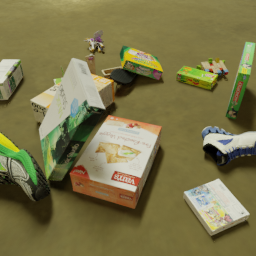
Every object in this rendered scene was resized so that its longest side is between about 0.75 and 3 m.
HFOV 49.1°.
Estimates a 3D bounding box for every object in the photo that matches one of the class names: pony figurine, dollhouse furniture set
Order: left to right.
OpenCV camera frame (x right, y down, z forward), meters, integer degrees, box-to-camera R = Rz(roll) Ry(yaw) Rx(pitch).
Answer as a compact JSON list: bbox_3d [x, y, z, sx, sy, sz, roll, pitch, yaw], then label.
[{"bbox_3d":[-1.640,-4.394,14.423,1.066,0.919,1.104,-23,59,-12],"label":"pony figurine"},{"bbox_3d":[-1.087,-2.841,12.119,1.701,1.207,1.348,-14,42,-16],"label":"dollhouse furniture set"}]

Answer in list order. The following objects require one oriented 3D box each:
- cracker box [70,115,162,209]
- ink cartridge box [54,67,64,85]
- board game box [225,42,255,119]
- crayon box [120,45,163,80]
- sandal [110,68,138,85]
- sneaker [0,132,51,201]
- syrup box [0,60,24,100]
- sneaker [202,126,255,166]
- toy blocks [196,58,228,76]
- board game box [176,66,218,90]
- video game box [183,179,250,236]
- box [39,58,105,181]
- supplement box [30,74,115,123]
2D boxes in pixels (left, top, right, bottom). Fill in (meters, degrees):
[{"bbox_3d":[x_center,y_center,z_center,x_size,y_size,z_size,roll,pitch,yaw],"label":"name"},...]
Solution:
[{"bbox_3d":[-0.226,0.815,8.027,1.787,0.769,2.667,12,42,14],"label":"cracker box"},{"bbox_3d":[-2.641,-1.757,10.909,0.408,1.076,0.795,-14,41,-16],"label":"ink cartridge box"},{"bbox_3d":[4.211,-1.827,10.419,0.393,1.815,2.698,15,41,18],"label":"board game box"},{"bbox_3d":[0.558,-2.877,12.276,1.725,0.503,1.488,13,35,-18],"label":"crayon box"},{"bbox_3d":[-0.121,-2.163,11.847,0.818,0.521,2.175,40,34,6],"label":"sandal"},{"bbox_3d":[-3.163,1.201,7.482,2.961,1.155,1.261,22,51,37],"label":"sneaker"},{"bbox_3d":[-5.016,-2.013,11.447,0.809,0.782,1.987,1,40,1],"label":"syrup box"},{"bbox_3d":[3.101,0.670,8.299,1.982,0.801,1.145,9,44,21],"label":"sneaker"},{"bbox_3d":[3.786,-2.541,12.327,1.292,0.645,0.883,-6,51,-7],"label":"toy blocks"},{"bbox_3d":[2.931,-2.160,11.957,1.539,0.366,0.782,22,44,24],"label":"board game box"},{"bbox_3d":[2.187,1.950,7.042,1.108,0.285,1.216,-14,42,-19],"label":"video game box"},{"bbox_3d":[-1.663,-0.191,7.610,0.504,2.776,2.003,9,39,-34],"label":"box"},{"bbox_3d":[-1.888,-0.993,10.060,1.645,0.960,2.610,22,45,26],"label":"supplement box"}]
